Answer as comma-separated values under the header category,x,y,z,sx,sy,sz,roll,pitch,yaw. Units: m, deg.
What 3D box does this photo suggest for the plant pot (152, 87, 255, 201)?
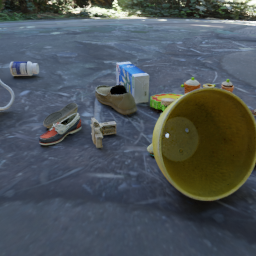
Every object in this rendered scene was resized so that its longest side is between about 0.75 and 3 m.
category,x,y,z,sx,sy,sz,roll,pitch,yaw
plant pot,1.740,0.371,7.573,2.711,2.711,1.925,-8,3,-15

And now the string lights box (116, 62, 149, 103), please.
category,x,y,z,sx,sy,sz,roll,pitch,yaw
string lights box,0.180,-2.276,13.660,0.754,1.313,2.556,-10,29,-18

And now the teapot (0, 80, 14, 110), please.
category,x,y,z,sx,sy,sz,roll,pitch,yaw
teapot,-6.502,-1.385,11.533,2.492,1.820,2.459,-12,-7,24

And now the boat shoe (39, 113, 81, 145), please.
category,x,y,z,sx,sy,sz,roll,pitch,yaw
boat shoe,-2.398,0.028,9.975,0.659,0.579,1.851,21,35,32

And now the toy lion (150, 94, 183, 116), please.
category,x,y,z,sx,sy,sz,roll,pitch,yaw
toy lion,2.210,-1.048,12.017,2.490,0.855,2.387,1,19,1

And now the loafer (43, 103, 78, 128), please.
category,x,y,z,sx,sy,sz,roll,pitch,yaw
loafer,-2.556,-0.397,10.887,1.522,0.520,0.576,-35,48,-24

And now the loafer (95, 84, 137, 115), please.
category,x,y,z,sx,sy,sz,roll,pitch,yaw
loafer,-0.542,-1.500,12.517,1.096,0.972,2.881,-19,33,-32

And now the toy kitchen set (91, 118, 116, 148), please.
category,x,y,z,sx,sy,sz,roll,pitch,yaw
toy kitchen set,-0.779,0.022,9.681,0.933,0.844,1.034,-8,28,-15

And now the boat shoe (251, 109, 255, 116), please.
category,x,y,z,sx,sy,sz,roll,pitch,yaw
boat shoe,5.397,-0.684,11.627,0.931,0.334,0.352,8,28,16

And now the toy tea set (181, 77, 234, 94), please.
category,x,y,z,sx,sy,sz,roll,pitch,yaw
toy tea set,3.890,-1.979,13.447,2.650,0.981,1.576,-18,32,-31

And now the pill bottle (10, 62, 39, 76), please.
category,x,y,z,sx,sy,sz,roll,pitch,yaw
pill bottle,-6.118,-3.514,16.613,1.505,0.836,0.836,-1,27,-2

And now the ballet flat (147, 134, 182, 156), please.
category,x,y,z,sx,sy,sz,roll,pitch,yaw
ballet flat,1.841,0.393,9.001,2.473,0.874,0.874,-2,27,-3
